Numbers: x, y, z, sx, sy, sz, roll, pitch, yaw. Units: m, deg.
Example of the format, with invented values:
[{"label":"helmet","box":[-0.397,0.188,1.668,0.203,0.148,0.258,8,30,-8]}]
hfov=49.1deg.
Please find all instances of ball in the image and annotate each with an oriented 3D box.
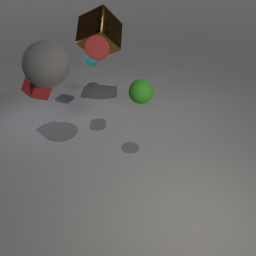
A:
[{"label":"ball","box":[0.367,-1.024,7.882,0.700,0.700,0.700,0,31,0]},{"label":"ball","box":[-2.467,-1.912,8.448,1.400,1.400,1.400,0,31,0]},{"label":"ball","box":[-1.851,-3.521,14.411,0.700,0.700,0.700,0,31,0]}]

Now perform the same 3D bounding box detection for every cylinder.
[{"label":"cylinder","box":[-0.938,-2.445,8.590,0.700,0.700,0.700,0,11,0]}]

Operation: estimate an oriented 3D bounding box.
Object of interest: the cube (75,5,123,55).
[{"label":"cube","box":[-1.209,-4.043,11.945,1.400,1.400,1.400,-10,67,33]}]

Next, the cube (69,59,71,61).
[{"label":"cube","box":[-3.044,-2.848,12.342,0.700,0.700,0.700,33,-15,-13]}]

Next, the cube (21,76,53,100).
[{"label":"cube","box":[-3.102,-1.436,9.609,0.700,0.700,0.700,34,17,34]}]
